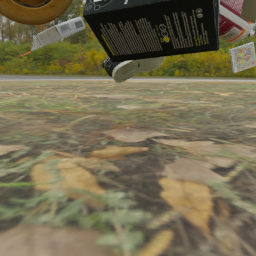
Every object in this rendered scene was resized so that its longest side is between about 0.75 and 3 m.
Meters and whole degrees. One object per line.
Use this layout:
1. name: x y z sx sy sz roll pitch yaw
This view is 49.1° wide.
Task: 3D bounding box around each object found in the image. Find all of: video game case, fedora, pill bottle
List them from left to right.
1. fedora: -2.053 -3.276 5.714 2.174 2.174 0.887 -5 27 -24
2. pill bottle: 2.418 -3.434 7.863 2.243 1.280 1.280 21 4 -22
3. video game case: 3.692 -2.250 8.965 0.834 0.759 0.095 -20 17 -7

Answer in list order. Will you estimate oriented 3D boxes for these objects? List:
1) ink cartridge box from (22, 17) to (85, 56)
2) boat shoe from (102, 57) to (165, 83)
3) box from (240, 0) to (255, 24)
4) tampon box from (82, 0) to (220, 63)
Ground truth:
1. ink cartridge box: -2.184 -2.543 7.784 1.645 0.469 1.337 -6 27 26
2. boat shoe: 0.267 -2.088 8.506 2.258 0.811 0.764 -26 51 -31
3. box: 2.408 -2.422 5.257 0.362 0.301 0.881 40 -8 21
4. tampon box: 0.582 -2.552 5.649 2.358 1.767 1.489 0 -25 22
